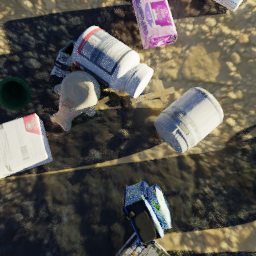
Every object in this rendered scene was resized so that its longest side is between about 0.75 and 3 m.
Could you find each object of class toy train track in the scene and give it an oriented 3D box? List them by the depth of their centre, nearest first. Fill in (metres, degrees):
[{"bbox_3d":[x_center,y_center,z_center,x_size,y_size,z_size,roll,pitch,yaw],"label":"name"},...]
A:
[{"bbox_3d":[0.784,-1.006,8.814,1.378,0.224,0.790,-15,83,2],"label":"toy train track"}]

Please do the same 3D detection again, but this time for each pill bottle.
[{"bbox_3d":[-0.431,-1.922,8.460,2.226,1.331,1.331,36,78,8],"label":"pill bottle"}]

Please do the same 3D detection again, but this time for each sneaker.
[{"bbox_3d":[-2.058,-2.016,8.800,0.620,0.741,1.673,20,78,4],"label":"sneaker"}]

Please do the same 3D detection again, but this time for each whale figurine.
[{"bbox_3d":[-1.578,-0.825,8.515,1.464,0.955,1.841,33,101,4],"label":"whale figurine"}]

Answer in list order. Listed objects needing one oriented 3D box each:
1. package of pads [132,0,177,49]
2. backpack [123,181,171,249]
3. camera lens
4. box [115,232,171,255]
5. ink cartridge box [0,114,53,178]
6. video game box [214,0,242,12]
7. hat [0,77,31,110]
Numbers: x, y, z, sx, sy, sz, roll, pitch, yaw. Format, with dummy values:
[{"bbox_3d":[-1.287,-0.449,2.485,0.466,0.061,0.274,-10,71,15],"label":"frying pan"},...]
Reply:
[{"bbox_3d":[0.857,-3.599,9.217,1.105,0.694,1.834,-12,76,-3],"label":"package of pads"},{"bbox_3d":[0.511,2.061,7.253,1.021,1.389,1.271,-24,108,6],"label":"backpack"},{"bbox_3d":[1.753,-0.250,8.017,1.651,1.320,1.320,-39,79,-9],"label":"camera lens"},{"bbox_3d":[0.246,4.169,7.282,1.913,0.529,2.388,40,79,9],"label":"box"},{"bbox_3d":[-3.319,0.577,8.076,1.898,0.805,1.382,-17,76,-6],"label":"ink cartridge box"},{"bbox_3d":[3.498,-5.211,9.780,1.685,0.433,1.850,35,78,11],"label":"video game box"},{"bbox_3d":[-3.646,-1.243,8.915,0.977,1.038,1.179,-27,114,-9],"label":"hat"}]
